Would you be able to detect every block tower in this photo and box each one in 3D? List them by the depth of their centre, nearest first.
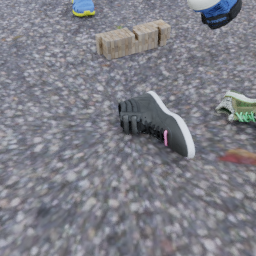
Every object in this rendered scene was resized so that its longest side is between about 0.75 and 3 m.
[{"bbox_3d":[0.245,-3.533,11.184,2.968,0.802,0.858,-19,46,-18],"label":"block tower"}]

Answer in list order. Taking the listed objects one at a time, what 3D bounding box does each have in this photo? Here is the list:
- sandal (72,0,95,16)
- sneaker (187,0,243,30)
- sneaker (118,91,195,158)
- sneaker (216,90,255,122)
[{"bbox_3d":[-2.341,-6.480,13.996,1.092,1.196,2.748,-12,47,-15],"label":"sandal"},{"bbox_3d":[2.173,-3.019,6.832,1.033,1.498,2.692,-1,41,27],"label":"sneaker"},{"bbox_3d":[0.591,0.022,7.447,1.362,0.971,2.746,-18,41,-15],"label":"sneaker"},{"bbox_3d":[3.314,-0.387,7.964,0.881,0.764,1.987,-40,33,-9],"label":"sneaker"}]
